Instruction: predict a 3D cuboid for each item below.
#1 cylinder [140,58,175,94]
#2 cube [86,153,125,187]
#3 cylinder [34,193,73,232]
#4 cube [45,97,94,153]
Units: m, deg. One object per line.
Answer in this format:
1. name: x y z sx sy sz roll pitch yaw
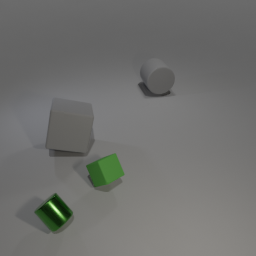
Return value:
1. cylinder: 1.429 -2.575 13.864 1.400 1.400 1.400 -7 32 -11
2. cube: -0.666 1.237 8.210 0.700 0.700 0.700 -22 -1 -42
3. cylinder: -1.882 2.140 7.124 0.700 0.700 0.700 50 42 -5
4. cube: -2.038 -0.113 9.789 1.400 1.400 1.400 8 21 -15
